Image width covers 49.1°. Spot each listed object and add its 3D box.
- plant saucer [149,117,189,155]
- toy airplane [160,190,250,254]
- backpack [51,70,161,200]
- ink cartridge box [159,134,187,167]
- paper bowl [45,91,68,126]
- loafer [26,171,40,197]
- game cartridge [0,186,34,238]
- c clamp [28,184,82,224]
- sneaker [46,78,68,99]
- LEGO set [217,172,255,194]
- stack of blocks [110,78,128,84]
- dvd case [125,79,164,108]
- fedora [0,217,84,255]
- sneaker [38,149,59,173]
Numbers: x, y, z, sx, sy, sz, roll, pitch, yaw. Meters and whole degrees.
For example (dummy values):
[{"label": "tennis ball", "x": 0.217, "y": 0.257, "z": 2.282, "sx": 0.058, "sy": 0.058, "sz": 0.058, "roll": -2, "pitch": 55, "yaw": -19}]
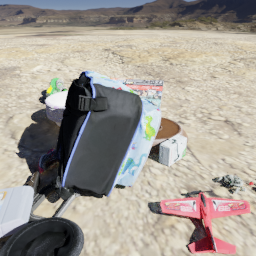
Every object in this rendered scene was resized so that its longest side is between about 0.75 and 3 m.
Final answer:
[{"label": "plant saucer", "x": 0.807, "y": 0.129, "z": 9.235, "sx": 2.386, "sy": 0.411, "sz": 2.386, "roll": 1, "pitch": 24, "yaw": 0}, {"label": "toy airplane", "x": 1.584, "y": 1.813, "z": 5.526, "sx": 1.830, "sy": 0.337, "sz": 1.830, "roll": -3, "pitch": 24, "yaw": 1}, {"label": "backpack", "x": -0.621, "y": 0.026, "z": 6.970, "sx": 2.096, "sy": 2.610, "sz": 2.852, "roll": 14, "pitch": 17, "yaw": -21}, {"label": "ink cartridge box", "x": 1.265, "y": 0.624, "z": 7.856, "sx": 0.348, "sy": 0.615, "sz": 0.839, "roll": 22, "pitch": 33, "yaw": 39}, {"label": "paper bowl", "x": -1.979, "y": -0.640, "z": 10.188, "sx": 1.916, "sy": 0.996, "sz": 1.916, "roll": 0, "pitch": 24, "yaw": 0}, {"label": "loafer", "x": -2.291, "y": 1.317, "z": 6.683, "sx": 0.295, "sy": 0.302, "sz": 0.827, "roll": -2, "pitch": 25, "yaw": -6}, {"label": "game cartridge", "x": -2.913, "y": 1.738, "z": 5.552, "sx": 1.878, "sy": 0.390, "sz": 1.250, "roll": -8, "pitch": 21, "yaw": -7}, {"label": "c clamp", "x": -1.524, "y": 1.700, "z": 6.009, "sx": 1.392, "sy": 0.221, "sz": 1.629, "roll": 0, "pitch": 25, "yaw": 13}, {"label": "sneaker", "x": -3.200, "y": -1.680, "z": 12.984, "sx": 0.888, "sy": 0.813, "sz": 2.083, "roll": 5, "pitch": 32, "yaw": -8}, {"label": "LEGO set", "x": 2.718, "y": 1.290, "z": 6.745, "sx": 1.067, "sy": 0.302, "sz": 0.693, "roll": 0, "pitch": 24, "yaw": 1}, {"label": "stack of blocks", "x": -0.774, "y": -1.795, "z": 13.055, "sx": 2.585, "sy": 0.757, "sz": 1.489, "roll": 5, "pitch": 25, "yaw": 11}, {"label": "dvd case", "x": 0.526, "y": -1.187, "z": 11.307, "sx": 1.662, "sy": 0.251, "sz": 2.277, "roll": 4, "pitch": 46, "yaw": 9}, {"label": "fedora", "x": -1.348, "y": 2.104, "z": 4.515, "sx": 1.395, "sy": 0.637, "sz": 1.395, "roll": 0, "pitch": 24, "yaw": 0}, {"label": "sneaker", "x": -2.077, "y": 0.860, "z": 7.562, "sx": 0.395, "sy": 0.426, "sz": 1.057, "roll": 7, "pitch": 25, "yaw": 11}]
